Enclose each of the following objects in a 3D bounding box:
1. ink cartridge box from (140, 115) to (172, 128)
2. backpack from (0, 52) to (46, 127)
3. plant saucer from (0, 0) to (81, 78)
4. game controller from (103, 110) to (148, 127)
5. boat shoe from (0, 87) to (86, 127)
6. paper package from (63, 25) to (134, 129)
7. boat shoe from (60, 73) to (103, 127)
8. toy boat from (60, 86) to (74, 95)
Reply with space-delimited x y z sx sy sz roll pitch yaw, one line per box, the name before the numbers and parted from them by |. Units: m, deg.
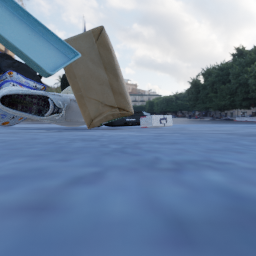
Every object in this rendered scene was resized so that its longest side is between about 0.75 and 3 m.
ink cartridge box | 0.858 -0.191 8.443 0.801 0.338 0.580 -1 -3 -35
backpack | -4.374 -1.149 9.774 2.476 2.003 2.600 -32 -22 13
plant saucer | -1.947 -1.697 4.152 0.245 2.588 0.905 -47 6 38
game controller | -0.113 -0.272 8.835 1.912 0.403 0.998 -3 29 -35
boat shoe | -2.013 -0.553 7.292 2.626 0.945 0.900 16 6 -21
paper package | -0.663 -1.191 6.469 1.068 1.967 2.064 -20 13 3
boat shoe | -1.480 -1.029 10.212 0.941 2.547 0.963 -20 -29 -49
toy boat | -1.790 -0.681 9.269 1.433 1.204 0.666 38 -11 30
